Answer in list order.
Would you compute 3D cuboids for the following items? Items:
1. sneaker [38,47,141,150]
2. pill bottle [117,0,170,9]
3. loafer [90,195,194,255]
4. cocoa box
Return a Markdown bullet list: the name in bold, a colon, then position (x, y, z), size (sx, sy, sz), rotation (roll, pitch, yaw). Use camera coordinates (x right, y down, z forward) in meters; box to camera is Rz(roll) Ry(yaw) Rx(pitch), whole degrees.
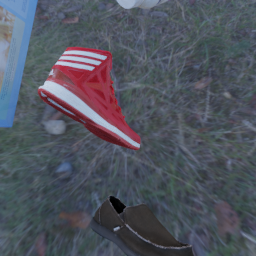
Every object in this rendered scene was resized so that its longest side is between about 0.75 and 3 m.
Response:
- **sneaker**: position (-0.261, -0.443, 4.000), size (0.721, 1.839, 1.063), rotation (14, 73, 43)
- **pill bottle**: position (0.716, -4.007, 7.589), size (2.253, 1.265, 1.265), rotation (-33, 61, -29)
- **loafer**: position (0.116, 1.197, 3.383), size (1.552, 0.566, 0.554), rotation (9, 82, 42)
- **cocoa box**: position (-2.909, -1.542, 4.536), size (1.855, 1.885, 2.827), rotation (13, 92, 12)
